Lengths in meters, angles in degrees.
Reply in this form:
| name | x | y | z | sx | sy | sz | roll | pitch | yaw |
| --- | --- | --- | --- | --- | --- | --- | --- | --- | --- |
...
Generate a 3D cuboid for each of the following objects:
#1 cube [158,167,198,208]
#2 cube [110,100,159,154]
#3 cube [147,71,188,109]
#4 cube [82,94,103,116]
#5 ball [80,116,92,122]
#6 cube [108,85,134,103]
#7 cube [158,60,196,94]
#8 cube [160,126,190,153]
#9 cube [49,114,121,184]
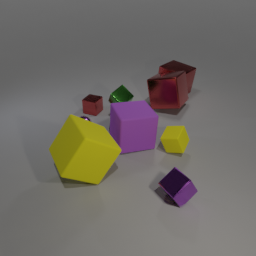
| name | x | y | z | sx | sy | sz | roll | pitch | yaw |
| --- | --- | --- | --- | --- | --- | --- | --- | --- | --- |
| cube | 1.432 | 1.696 | 8.021 | 0.700 | 0.700 | 0.700 | -43 | 43 | -6 |
| cube | 0.174 | -0.075 | 10.440 | 1.400 | 1.400 | 1.400 | -7 | 32 | -17 |
| cube | 1.852 | -1.747 | 12.878 | 1.400 | 1.400 | 1.400 | 0 | 22 | 29 |
| cube | -1.612 | -1.060 | 12.829 | 0.700 | 0.700 | 0.700 | 13 | 33 | 20 |
| ball | -1.769 | -0.124 | 11.088 | 0.700 | 0.700 | 0.700 | 0 | 31 | 0 |
| cube | -0.297 | -1.233 | 11.687 | 0.700 | 0.700 | 0.700 | -42 | 84 | -22 |
| cube | 2.429 | -2.470 | 14.305 | 1.400 | 1.400 | 1.400 | 28 | 39 | 28 |
| cube | 1.678 | 0.402 | 9.979 | 0.700 | 0.700 | 0.700 | -1 | 41 | 36 |
| cube | -1.342 | 0.669 | 8.614 | 1.400 | 1.400 | 1.400 | 22 | 18 | -41 |
